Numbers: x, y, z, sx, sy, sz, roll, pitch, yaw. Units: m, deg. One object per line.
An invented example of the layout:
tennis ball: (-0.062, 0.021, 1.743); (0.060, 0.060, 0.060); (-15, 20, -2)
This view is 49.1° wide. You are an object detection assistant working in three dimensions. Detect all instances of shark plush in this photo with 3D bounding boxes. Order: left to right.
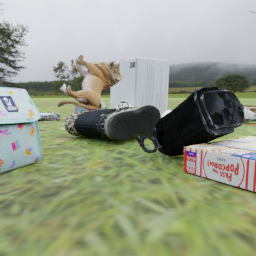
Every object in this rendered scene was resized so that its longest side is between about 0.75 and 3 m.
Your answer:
shark plush: (3.956, -0.425, 9.454); (1.611, 0.732, 0.671); (-2, -24, 22)

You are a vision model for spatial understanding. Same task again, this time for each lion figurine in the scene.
lion figurine: (-0.875, -1.005, 6.859); (1.268, 2.070, 0.750); (35, -37, -26)

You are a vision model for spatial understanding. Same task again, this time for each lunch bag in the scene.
lunch bag: (-1.707, -0.010, 3.770); (0.680, 1.115, 0.950); (3, 7, 27)

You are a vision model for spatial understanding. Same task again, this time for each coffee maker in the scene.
coffee maker: (0.916, -0.005, 4.080); (1.119, 0.785, 1.165); (-34, -5, -30)

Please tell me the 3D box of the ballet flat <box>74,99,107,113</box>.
ballet flat: (-1.267, -0.769, 10.531); (0.946, 0.946, 2.631); (1, 7, 11)

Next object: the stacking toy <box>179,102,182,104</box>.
stacking toy: (1.540, -0.203, 6.724); (0.896, 0.378, 0.811); (33, 9, -17)

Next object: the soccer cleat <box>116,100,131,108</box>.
soccer cleat: (-0.128, -0.530, 9.171); (0.615, 0.764, 1.793); (0, 8, 1)

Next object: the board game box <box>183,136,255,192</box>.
board game box: (1.665, 0.393, 3.594); (1.534, 0.355, 1.162); (-5, 9, -36)

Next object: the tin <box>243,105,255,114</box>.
tin: (4.550, -0.644, 11.214); (1.434, 0.536, 2.561); (1, 6, 39)

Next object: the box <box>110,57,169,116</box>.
box: (0.375, -1.524, 11.028); (1.475, 2.257, 2.245); (-1, 7, -26)

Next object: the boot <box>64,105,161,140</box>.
boot: (-0.284, -0.147, 6.430); (1.523, 0.728, 2.017); (2, 7, 36)

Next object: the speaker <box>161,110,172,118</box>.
speaker: (1.159, -0.194, 7.540); (0.516, 0.516, 1.271); (1, 7, 4)

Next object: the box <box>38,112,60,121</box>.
box: (-3.103, -0.428, 10.496); (0.787, 0.217, 1.152); (-4, 8, -29)
